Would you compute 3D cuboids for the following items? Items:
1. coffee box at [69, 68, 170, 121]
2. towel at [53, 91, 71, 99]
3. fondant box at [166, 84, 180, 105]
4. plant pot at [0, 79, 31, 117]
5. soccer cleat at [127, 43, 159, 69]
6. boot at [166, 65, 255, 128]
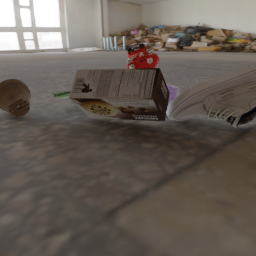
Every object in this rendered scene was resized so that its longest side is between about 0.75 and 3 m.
[{"bbox_3d":[-0.179,-0.867,7.447,2.302,0.919,1.301,4,-20,20],"label":"coffee box"},{"bbox_3d":[-1.618,-1.133,9.549,1.205,0.185,1.579,-5,-2,23],"label":"towel"},{"bbox_3d":[0.504,-1.260,10.073,1.600,0.646,2.217,-15,26,-34],"label":"fondant box"},{"bbox_3d":[-3.430,-0.826,8.522,1.074,1.074,0.932,-11,37,-30],"label":"plant pot"},{"bbox_3d":[0.526,-1.881,9.076,1.023,1.270,2.981,-20,25,5],"label":"soccer cleat"},{"bbox_3d":[2.490,-0.573,7.523,2.767,1.018,1.323,-26,60,8],"label":"boot"}]
